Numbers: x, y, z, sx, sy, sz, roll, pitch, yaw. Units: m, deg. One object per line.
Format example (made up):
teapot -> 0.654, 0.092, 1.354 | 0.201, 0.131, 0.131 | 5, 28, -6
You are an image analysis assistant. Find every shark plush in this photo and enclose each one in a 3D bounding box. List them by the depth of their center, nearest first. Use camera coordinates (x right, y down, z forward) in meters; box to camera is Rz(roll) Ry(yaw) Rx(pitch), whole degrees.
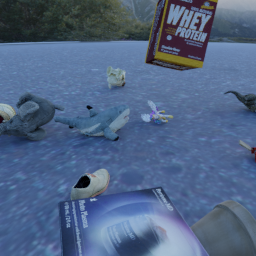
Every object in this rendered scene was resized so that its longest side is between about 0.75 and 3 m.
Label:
shark plush -> -1.185, -0.330, 9.520 | 2.474, 1.031, 1.124 | 5, 22, 13

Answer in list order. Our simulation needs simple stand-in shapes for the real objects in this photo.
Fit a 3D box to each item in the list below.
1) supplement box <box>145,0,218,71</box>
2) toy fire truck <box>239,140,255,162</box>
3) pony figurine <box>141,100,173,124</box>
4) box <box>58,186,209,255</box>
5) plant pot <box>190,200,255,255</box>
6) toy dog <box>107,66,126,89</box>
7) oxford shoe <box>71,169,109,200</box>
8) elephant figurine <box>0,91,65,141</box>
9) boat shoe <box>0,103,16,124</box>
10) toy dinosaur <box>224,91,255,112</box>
supplement box -> 1.944, -3.735, 10.994 | 1.766, 2.624, 2.660 | 11, 8, -7
toy fire truck -> 3.592, 0.657, 7.778 | 0.922, 0.593, 0.811 | -4, 20, 21
pony figurine -> 1.060, -0.520, 10.593 | 0.988, 0.823, 0.954 | 3, 25, -36
box -> -0.028, 1.825, 3.987 | 1.776, 1.103, 1.790 | -5, 22, -15
plant pot -> 1.364, 1.771, 4.254 | 0.948, 1.093, 1.093 | -15, 25, -16
toy dog -> -0.573, -2.750, 15.790 | 0.927, 1.288, 1.328 | 11, 2, 19
oxford shoe -> -0.800, 1.219, 6.289 | 0.497, 0.518, 1.404 | 8, 23, 18
elephant figurine -> -3.292, -0.183, 9.163 | 1.445, 1.585, 2.043 | 40, 25, -20
boat shoe -> -5.514, -0.424, 9.683 | 2.954, 1.093, 0.981 | -3, 16, -7
toy dinosaur -> 5.462, -1.068, 11.842 | 2.734, 1.052, 1.398 | 3, 9, 23
